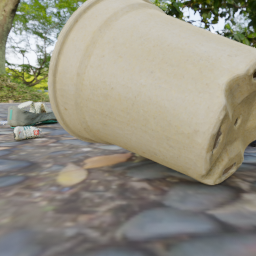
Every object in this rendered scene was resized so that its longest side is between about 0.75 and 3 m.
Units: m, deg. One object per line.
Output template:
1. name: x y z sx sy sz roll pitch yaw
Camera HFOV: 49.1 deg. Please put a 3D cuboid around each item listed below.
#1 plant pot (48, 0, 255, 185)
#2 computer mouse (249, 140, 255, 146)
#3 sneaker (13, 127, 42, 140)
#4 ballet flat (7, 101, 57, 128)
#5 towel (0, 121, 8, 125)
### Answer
1. plant pot: 0.620 -0.513 4.226 2.463 2.690 2.690 29 24 38
2. computer mouse: 3.684 -0.033 7.360 1.760 0.670 2.542 3 9 33
3. sneaker: -2.749 0.115 7.748 0.470 0.354 1.006 -5 3 9
4. ballet flat: -3.688 -0.599 11.310 1.011 0.955 2.999 2 7 15
5. towel: -5.022 -0.227 11.800 0.660 0.107 0.898 -5 8 -41
